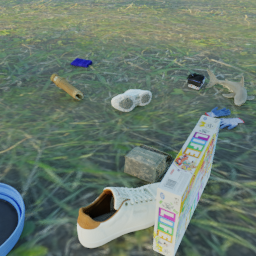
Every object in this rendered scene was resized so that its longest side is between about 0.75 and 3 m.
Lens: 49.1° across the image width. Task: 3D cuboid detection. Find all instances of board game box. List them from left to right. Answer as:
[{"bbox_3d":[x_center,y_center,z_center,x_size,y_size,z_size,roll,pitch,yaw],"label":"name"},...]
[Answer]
[{"bbox_3d":[1.436,1.231,6.575,0.496,1.950,2.900,17,38,24],"label":"board game box"}]

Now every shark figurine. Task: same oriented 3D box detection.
[{"bbox_3d":[4.551,-1.901,12.089,1.456,1.017,2.437,-11,37,-18],"label":"shark figurine"}]

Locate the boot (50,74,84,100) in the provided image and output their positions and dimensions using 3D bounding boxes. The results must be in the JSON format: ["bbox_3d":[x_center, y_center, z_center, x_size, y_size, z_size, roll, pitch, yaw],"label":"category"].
[{"bbox_3d":[-2.503,-1.663,12.076,1.499,0.496,1.313,35,6,17],"label":"boot"}]

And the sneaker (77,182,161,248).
[{"bbox_3d":[0.077,1.770,6.547,2.639,1.117,0.961,-20,37,-29],"label":"sneaker"}]

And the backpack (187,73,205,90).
[{"bbox_3d":[3.138,-2.141,12.757,0.788,0.607,0.750,28,50,24],"label":"backpack"}]

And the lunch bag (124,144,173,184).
[{"bbox_3d":[0.630,0.927,8.138,1.005,0.720,1.225,19,31,25],"label":"lunch bag"}]

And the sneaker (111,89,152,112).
[{"bbox_3d":[0.020,-1.174,11.368,1.840,0.717,0.914,-14,29,-34],"label":"sneaker"}]

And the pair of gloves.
[{"bbox_3d":[3.596,-0.388,10.575,1.105,0.157,1.375,-12,37,-20],"label":"pair of gloves"}]

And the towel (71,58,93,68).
[{"bbox_3d":[-2.503,-3.532,15.112,0.993,0.246,0.733,11,35,16],"label":"towel"}]

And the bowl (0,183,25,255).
[{"bbox_3d":[-3.587,2.252,6.387,2.423,0.476,2.423,0,34,0],"label":"bowl"}]
